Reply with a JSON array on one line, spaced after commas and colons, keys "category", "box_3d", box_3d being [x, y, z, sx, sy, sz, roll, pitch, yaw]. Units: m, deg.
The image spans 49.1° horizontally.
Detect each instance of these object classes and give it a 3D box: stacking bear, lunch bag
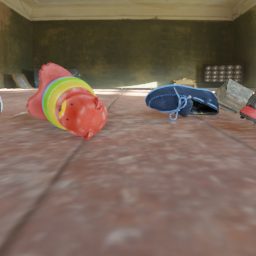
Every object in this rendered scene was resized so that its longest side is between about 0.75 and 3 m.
[{"category": "stacking bear", "box_3d": [-1.369, -0.543, 6.857, 1.448, 1.547, 2.547, 20, 7, -34]}, {"category": "lunch bag", "box_3d": [3.522, -0.965, 9.745, 1.005, 0.721, 1.226, 26, -30, -6]}]

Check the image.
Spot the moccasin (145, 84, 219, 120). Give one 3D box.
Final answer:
[{"category": "moccasin", "box_3d": [1.782, -0.797, 8.674, 2.473, 0.995, 0.843, -4, 53, -14]}]

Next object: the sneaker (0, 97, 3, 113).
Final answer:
[{"category": "sneaker", "box_3d": [-3.462, -0.863, 6.398, 0.556, 1.480, 0.600, -45, 12, -33]}]

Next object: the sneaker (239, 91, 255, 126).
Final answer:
[{"category": "sneaker", "box_3d": [3.395, -0.463, 6.325, 1.965, 0.960, 0.695, 8, 21, -33]}]
